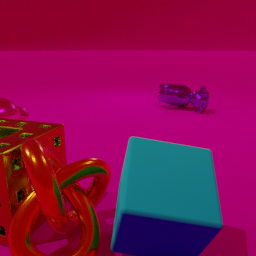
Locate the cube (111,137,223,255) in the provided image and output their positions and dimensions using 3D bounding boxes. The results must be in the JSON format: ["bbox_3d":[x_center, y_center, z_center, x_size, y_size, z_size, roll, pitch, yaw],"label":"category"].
[{"bbox_3d":[0.351,0.755,2.926,0.885,0.885,0.885,10,45,-2],"label":"cube"}]

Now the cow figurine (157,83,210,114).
[{"bbox_3d":[1.899,-1.075,9.568,1.684,0.924,1.657,7,10,-10],"label":"cow figurine"}]

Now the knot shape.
[{"bbox_3d":[-0.740,0.702,3.011,0.662,1.340,1.432,-13,25,27],"label":"knot shape"}]

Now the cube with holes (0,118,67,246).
[{"bbox_3d":[-1.604,0.597,3.677,1.149,1.149,1.149,6,18,19],"label":"cube with holes"}]

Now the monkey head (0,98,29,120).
[{"bbox_3d":[-3.206,-0.428,6.654,1.098,1.311,1.822,-22,-4,10],"label":"monkey head"}]
